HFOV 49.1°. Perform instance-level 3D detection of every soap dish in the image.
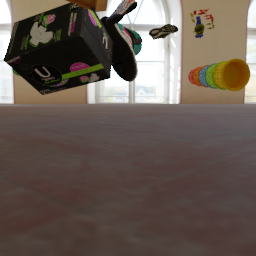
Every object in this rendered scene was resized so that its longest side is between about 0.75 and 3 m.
[{"bbox_3d":[-0.973,-2.900,5.450,1.263,0.994,0.513,22,53,4],"label":"soap dish"}]

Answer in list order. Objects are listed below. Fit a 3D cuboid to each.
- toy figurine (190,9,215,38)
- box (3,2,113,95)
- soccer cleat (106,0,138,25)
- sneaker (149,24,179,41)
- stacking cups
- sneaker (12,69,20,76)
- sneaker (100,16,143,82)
[{"bbox_3d":[3.094,-4.091,11.621,0.854,1.619,0.970,-8,-40,9],"label":"toy figurine"},{"bbox_3d":[-2.065,-2.455,8.861,2.678,1.665,1.989,-10,-30,20],"label":"box"},{"bbox_3d":[-0.216,-3.219,7.694,1.008,0.369,0.344,-35,-20,8],"label":"soccer cleat"},{"bbox_3d":[1.567,-4.123,12.209,1.284,0.494,0.569,-8,-22,14],"label":"sneaker"},{"bbox_3d":[2.492,-1.608,8.371,0.837,0.837,2.766,-1,12,-10],"label":"stacking cups"},{"bbox_3d":[-3.902,-2.924,11.006,1.027,2.451,0.941,-13,-41,35],"label":"sneaker"},{"bbox_3d":[-0.005,-2.845,10.580,1.155,2.763,1.668,-35,-21,33],"label":"sneaker"}]
